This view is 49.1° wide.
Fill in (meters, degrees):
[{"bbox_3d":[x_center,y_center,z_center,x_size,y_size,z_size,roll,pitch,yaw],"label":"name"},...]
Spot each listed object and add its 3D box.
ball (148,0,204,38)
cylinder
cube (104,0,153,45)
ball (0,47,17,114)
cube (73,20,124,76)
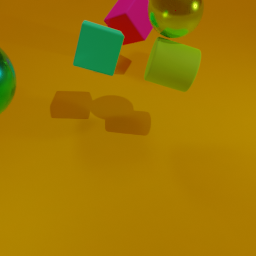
[{"bbox_3d":[1.127,-2.820,6.662,1.316,1.316,1.316,0,44,0],"label":"ball"},{"bbox_3d":[1.103,-1.599,7.108,1.124,1.124,1.124,16,44,-5],"label":"cylinder"},{"bbox_3d":[0.130,-3.852,9.919,1.192,1.192,1.192,6,59,47],"label":"cube"},{"bbox_3d":[-2.173,-0.660,3.798,1.233,1.233,1.233,0,44,0],"label":"ball"},{"bbox_3d":[-0.823,-2.213,7.714,1.109,1.109,1.109,13,22,-12],"label":"cube"}]
